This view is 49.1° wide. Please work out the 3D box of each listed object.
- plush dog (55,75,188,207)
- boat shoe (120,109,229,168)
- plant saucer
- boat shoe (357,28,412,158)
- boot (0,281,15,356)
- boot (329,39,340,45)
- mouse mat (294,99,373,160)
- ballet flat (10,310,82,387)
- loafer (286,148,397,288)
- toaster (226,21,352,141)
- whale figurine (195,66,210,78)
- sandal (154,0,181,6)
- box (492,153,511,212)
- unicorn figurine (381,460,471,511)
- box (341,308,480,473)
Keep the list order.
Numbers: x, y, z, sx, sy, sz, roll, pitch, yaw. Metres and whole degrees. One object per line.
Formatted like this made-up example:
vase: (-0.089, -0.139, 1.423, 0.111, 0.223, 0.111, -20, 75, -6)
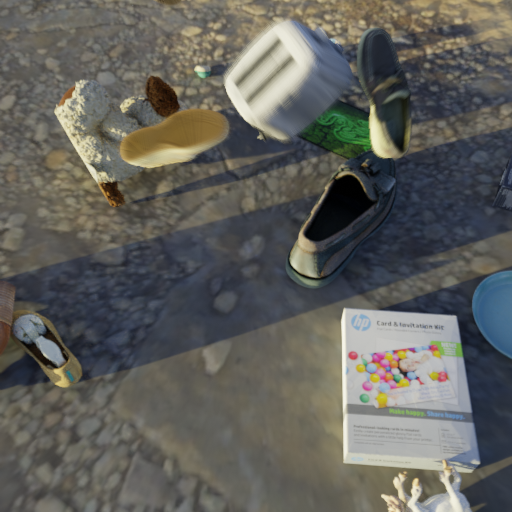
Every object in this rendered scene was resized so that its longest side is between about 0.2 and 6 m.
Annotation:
plush dog: (-2.275, -2.308, 10.635, 2.209, 2.572, 2.063, -31, 92, -10)
boat shoe: (-1.079, -1.590, 7.818, 1.636, 0.532, 0.590, -13, 75, 20)
plant saucer: (4.379, 1.026, 9.069, 1.779, 0.244, 1.779, 0, 52, 0)
boat shoe: (2.176, -2.613, 9.067, 0.753, 2.107, 0.692, -17, 20, -13)
boot: (-4.942, 1.336, 8.553, 2.442, 0.937, 1.896, 1, 65, 5)
boot: (0.866, -3.829, 12.114, 2.461, 1.176, 0.905, -37, 58, -24)
mouse mat: (1.721, -2.818, 12.093, 1.975, 0.074, 1.589, 31, 59, 20)
ballet flat: (-3.321, 1.292, 8.666, 1.772, 0.558, 0.608, 35, 60, 24)
loafer: (1.704, -0.924, 10.001, 1.246, 1.091, 3.468, 25, 57, 18)
toaster: (0.434, -2.743, 8.956, 2.041, 1.319, 1.160, -38, 70, 25)
whale figurine: (-1.259, -4.335, 13.161, 0.386, 0.252, 0.485, -12, 30, -23)
sandal: (-2.091, -4.766, 8.959, 2.013, 0.738, 0.662, 21, 34, -35)
box: (5.191, -1.328, 10.630, 1.012, 0.579, 1.112, 21, 56, 17)
unicorn figurine: (2.425, 3.211, 7.191, 1.464, 0.541, 1.006, -15, 92, 14)
box: (2.176, 1.906, 8.265, 1.785, 0.471, 2.290, 4, 52, 3)
